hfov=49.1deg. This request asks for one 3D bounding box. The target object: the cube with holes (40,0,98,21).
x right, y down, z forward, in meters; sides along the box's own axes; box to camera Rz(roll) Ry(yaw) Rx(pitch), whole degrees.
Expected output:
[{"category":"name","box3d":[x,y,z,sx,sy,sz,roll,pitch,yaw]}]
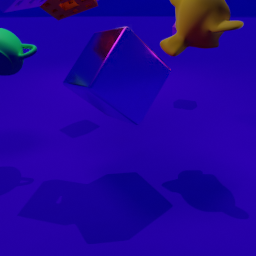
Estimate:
[{"category":"cube with holes","box3d":[-1.348,-3.018,5.797,0.993,0.993,0.993,-15,0,12]}]

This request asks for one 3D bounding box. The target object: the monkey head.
[{"category":"monkey head","box3d":[1.368,-2.247,5.951,1.435,1.202,1.994,-33,62,-18]}]

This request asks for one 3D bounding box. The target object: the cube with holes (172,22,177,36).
[{"category":"cube with holes","box3d":[2.180,-3.748,10.887,0.707,0.707,0.707,16,53,20]}]

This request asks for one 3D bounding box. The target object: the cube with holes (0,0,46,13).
[{"category":"cube with holes","box3d":[-1.368,-2.307,3.618,1.033,1.033,1.033,-30,18,23]}]

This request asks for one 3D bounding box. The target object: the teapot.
[{"category":"teapot","box3d":[-2.932,-1.773,6.346,1.777,1.105,0.870,5,55,7]}]

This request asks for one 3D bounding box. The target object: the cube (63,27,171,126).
[{"category":"cube","box3d":[-0.238,-1.017,5.609,1.321,1.321,1.321,35,-8,-34]}]
